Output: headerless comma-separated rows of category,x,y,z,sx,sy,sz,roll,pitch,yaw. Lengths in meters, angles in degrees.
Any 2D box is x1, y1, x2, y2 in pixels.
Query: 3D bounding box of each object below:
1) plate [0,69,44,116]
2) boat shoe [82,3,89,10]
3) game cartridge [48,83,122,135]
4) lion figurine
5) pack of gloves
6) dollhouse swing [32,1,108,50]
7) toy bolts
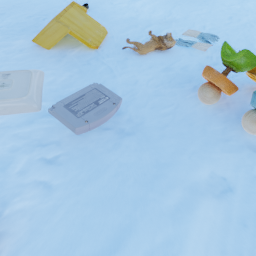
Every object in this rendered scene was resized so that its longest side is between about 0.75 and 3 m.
plate,-3.754,-1.176,8.497,2.255,0.365,2.259,-7,41,-7
boat shoe,-2.285,-6.045,14.147,0.348,0.298,0.951,17,45,18
game cartridge,-1.006,-0.521,7.219,1.156,0.351,1.733,34,48,23
lion figurine,0.819,-3.137,10.648,1.864,0.676,1.142,-30,55,-11
pack of gloves,2.756,-3.440,11.253,1.592,0.314,1.338,28,56,35
dollhouse swing,-2.271,-3.784,11.475,1.976,1.911,2.174,-29,29,33
toy bolts,3.400,-0.862,7.716,2.424,1.760,2.538,26,15,-34
